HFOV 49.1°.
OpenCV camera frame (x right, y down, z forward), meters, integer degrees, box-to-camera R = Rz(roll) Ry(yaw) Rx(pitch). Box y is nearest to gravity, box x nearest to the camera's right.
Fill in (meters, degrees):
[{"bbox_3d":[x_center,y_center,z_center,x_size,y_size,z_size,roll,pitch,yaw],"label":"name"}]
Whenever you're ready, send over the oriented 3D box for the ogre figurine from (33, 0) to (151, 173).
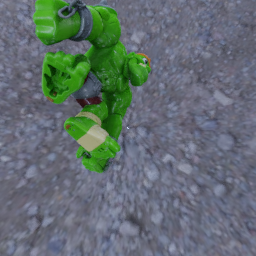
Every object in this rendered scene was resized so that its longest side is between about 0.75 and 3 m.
[{"bbox_3d":[-0.512,-0.789,4.635,1.453,2.962,1.776,-7,39,33],"label":"ogre figurine"}]
